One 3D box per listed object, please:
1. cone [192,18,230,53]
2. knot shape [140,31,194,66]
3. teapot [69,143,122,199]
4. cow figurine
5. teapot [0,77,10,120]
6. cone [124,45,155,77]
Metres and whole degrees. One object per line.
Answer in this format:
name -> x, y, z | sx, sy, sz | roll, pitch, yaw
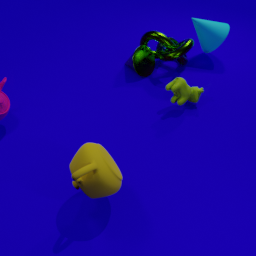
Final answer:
cone -> 2.756, -3.604, 10.151 | 1.252, 1.247, 1.247 | 30, 38, -23
knot shape -> 1.310, -2.836, 9.914 | 1.846, 0.911, 1.972 | 14, 14, 5
teapot -> -0.698, 0.925, 5.709 | 0.914, 1.866, 1.160 | -35, 77, 2
cow figurine -> 1.730, -1.139, 8.400 | 1.061, 1.078, 0.592 | -40, 33, -16
teapot -> -3.520, -0.675, 7.398 | 0.707, 0.898, 1.444 | -14, 60, 37
cone -> 0.223, -2.362, 10.105 | 1.078, 1.078, 1.082 | -36, 28, -32
